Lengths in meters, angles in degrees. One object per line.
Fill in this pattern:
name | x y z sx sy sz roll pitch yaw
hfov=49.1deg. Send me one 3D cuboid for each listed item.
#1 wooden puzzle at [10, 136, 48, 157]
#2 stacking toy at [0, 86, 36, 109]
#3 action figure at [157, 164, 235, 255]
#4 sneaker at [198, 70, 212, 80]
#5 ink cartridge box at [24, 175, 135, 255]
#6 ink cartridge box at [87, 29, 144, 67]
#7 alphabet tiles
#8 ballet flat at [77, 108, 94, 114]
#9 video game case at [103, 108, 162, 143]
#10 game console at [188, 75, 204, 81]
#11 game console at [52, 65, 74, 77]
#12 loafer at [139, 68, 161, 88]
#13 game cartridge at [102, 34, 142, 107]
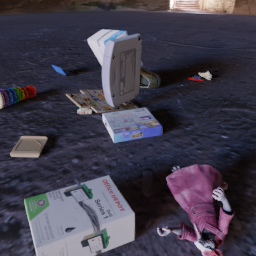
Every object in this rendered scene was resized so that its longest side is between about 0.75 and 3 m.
wooden puzzle | -3.331 0.645 9.520 0.975 0.196 1.054 1 33 1
stacking toy | -5.132 -1.522 12.923 0.872 0.872 2.042 21 29 33
action figure | 1.657 1.990 6.438 1.571 1.747 2.346 -25 42 20
sneaker | 4.409 -3.087 15.839 0.828 0.476 0.312 37 36 30
ink cartridge box | -1.061 2.029 6.236 2.085 0.879 1.523 -13 31 -23
ink cartridge box | -0.628 -3.471 12.836 1.041 1.775 2.424 -40 34 -11
alphabet tiles | -1.164 -1.219 12.178 2.735 0.103 2.286 -6 31 -38
ballet flat | -1.560 -0.838 11.985 1.278 0.483 0.408 -30 71 -36
video game case | 0.124 -0.150 10.682 1.857 0.422 1.683 -9 30 -16
game console | 3.894 -2.873 15.969 0.819 0.127 0.724 11 31 18
game console | -3.816 -3.439 16.492 0.894 0.620 1.047 -26 39 -37
loafer | 0.430 -2.742 14.818 2.649 0.996 0.923 21 31 32
game cartridge | -0.239 -2.284 11.311 0.552 2.728 1.819 27 40 33
